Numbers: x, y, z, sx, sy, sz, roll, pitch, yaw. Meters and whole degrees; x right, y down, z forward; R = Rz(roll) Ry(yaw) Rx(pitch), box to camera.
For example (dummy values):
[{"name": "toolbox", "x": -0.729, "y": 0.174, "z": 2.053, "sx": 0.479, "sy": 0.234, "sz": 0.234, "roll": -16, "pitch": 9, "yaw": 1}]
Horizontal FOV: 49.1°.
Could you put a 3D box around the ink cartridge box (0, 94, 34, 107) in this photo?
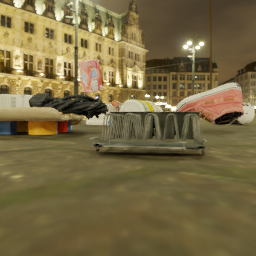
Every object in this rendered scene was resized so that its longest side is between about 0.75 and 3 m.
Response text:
[{"name": "ink cartridge box", "x": -3.954, "y": -0.609, "z": 10.440, "sx": 1.710, "sy": 1.262, "sz": 0.732, "roll": 0, "pitch": 3, "yaw": -27}]

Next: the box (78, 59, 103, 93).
[{"name": "box", "x": -1.755, "y": -2.431, "z": 13.125, "sx": 0.684, "sy": 1.445, "sz": 0.741, "roll": 10, "pitch": 25, "yaw": 42}]

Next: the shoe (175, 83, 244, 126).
[{"name": "shoe", "x": 2.640, "y": -0.558, "z": 9.341, "sx": 2.401, "sy": 1.092, "sz": 0.858, "roll": -22, "pitch": -38, "yaw": 36}]

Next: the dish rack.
[{"name": "dish rack", "x": 0.350, "y": 0.018, "z": 4.161, "sx": 1.596, "sy": 0.568, "sz": 2.081, "roll": -1, "pitch": 3, "yaw": 9}]

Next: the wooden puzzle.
[{"name": "wooden puzzle", "x": -2.660, "y": -0.117, "z": 7.495, "sx": 2.459, "sy": 0.615, "sz": 2.655, "roll": 1, "pitch": -2, "yaw": 3}]

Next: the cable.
[{"name": "cable", "x": -1.486, "y": -0.509, "z": 7.640, "sx": 2.325, "sy": 0.591, "sz": 1.897, "roll": 1, "pitch": -9, "yaw": 44}]

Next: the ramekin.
[{"name": "ramekin", "x": -1.022, "y": -0.697, "z": 14.553, "sx": 2.296, "sy": 1.069, "sz": 2.296, "roll": 1, "pitch": 3, "yaw": 0}]

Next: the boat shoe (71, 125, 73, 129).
[{"name": "boat shoe", "x": -2.749, "y": -0.245, "z": 9.368, "sx": 1.772, "sy": 0.619, "sz": 0.628, "roll": -1, "pitch": 3, "yaw": -13}]

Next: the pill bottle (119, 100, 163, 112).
[{"name": "pill bottle", "x": 0.562, "y": -0.481, "z": 10.176, "sx": 1.029, "sy": 1.029, "sz": 1.824, "roll": 2, "pitch": 3, "yaw": 32}]

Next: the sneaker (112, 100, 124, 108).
[{"name": "sneaker", "x": -0.387, "y": -1.111, "z": 13.503, "sx": 0.948, "sy": 0.368, "sz": 0.531, "roll": 27, "pitch": 3, "yaw": -37}]

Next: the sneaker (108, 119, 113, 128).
[{"name": "sneaker", "x": 0.197, "y": -0.192, "z": 8.458, "sx": 1.776, "sy": 0.585, "sz": 0.696, "roll": -3, "pitch": 6, "yaw": -41}]

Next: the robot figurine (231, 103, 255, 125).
[{"name": "robot figurine", "x": 5.710, "y": -0.779, "z": 14.837, "sx": 1.425, "sy": 1.184, "sz": 1.897, "roll": -50, "pitch": 25, "yaw": -20}]
